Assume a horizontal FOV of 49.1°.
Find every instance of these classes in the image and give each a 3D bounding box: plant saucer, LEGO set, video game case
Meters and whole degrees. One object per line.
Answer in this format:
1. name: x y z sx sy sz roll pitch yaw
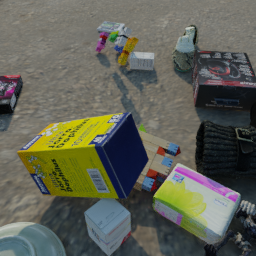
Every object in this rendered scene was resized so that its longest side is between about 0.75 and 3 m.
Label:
1. plant saucer: -2.260 2.667 5.247 2.165 0.543 2.165 0 43 0
2. LEGO set: -0.414 -3.197 11.302 1.025 1.103 2.687 20 3 -29
3. video game case: -0.843 -5.019 13.956 1.109 0.130 1.009 13 44 13

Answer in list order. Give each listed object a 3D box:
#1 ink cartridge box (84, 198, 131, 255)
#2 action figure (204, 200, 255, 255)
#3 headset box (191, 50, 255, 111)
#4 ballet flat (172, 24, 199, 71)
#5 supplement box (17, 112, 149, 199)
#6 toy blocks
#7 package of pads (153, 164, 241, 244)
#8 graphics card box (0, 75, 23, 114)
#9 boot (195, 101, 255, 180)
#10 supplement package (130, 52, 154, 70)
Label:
1. ink cartridge box: -0.395 1.967 5.716 0.672 0.925 0.669 -34 52 -31
2. action figure: 2.465 2.096 5.546 1.930 0.985 1.147 -29 64 -27
3. headset box: 3.231 -1.619 9.605 1.911 0.965 2.571 4 43 4
4. ballet flat: 2.419 -3.515 11.594 0.986 1.095 2.908 12 44 14
5. supplement box: -0.970 0.620 6.139 2.355 1.290 1.282 -7 28 31
6. toy blocks: 0.542 0.895 7.025 1.232 0.901 1.802 22 59 12
7. package of pads: 1.515 1.676 6.304 1.655 0.565 1.279 25 48 25
8. graphics card box: -4.319 -1.156 9.495 1.112 0.451 1.773 -2 43 -3
9. boot: 3.021 0.118 7.556 2.312 1.163 3.092 7 43 8
10. supplement package: 0.560 -2.650 11.082 0.920 0.504 0.523 5 43 6
